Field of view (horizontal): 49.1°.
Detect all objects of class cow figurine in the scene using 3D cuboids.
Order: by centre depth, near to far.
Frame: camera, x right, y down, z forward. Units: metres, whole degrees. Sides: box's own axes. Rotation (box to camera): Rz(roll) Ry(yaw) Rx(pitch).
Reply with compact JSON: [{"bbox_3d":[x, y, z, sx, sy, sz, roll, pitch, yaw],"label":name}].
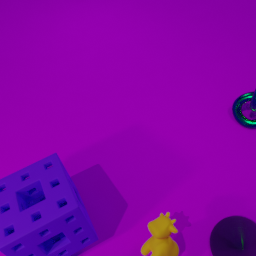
[{"bbox_3d":[0.705,2.164,5.381,0.986,1.002,0.550,-52,34,1],"label":"cow figurine"}]

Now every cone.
[{"bbox_3d":[2.157,2.278,5.367,1.170,1.175,1.170,-6,70,16],"label":"cone"}]

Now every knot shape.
[{"bbox_3d":[3.635,-0.677,7.301,1.443,1.542,0.712,1,48,-13],"label":"knot shape"}]

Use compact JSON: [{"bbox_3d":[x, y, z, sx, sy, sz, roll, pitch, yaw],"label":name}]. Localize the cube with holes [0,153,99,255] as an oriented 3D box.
[{"bbox_3d":[-1.603,1.646,5.416,1.379,1.379,1.379,-26,47,-11],"label":"cube with holes"}]
